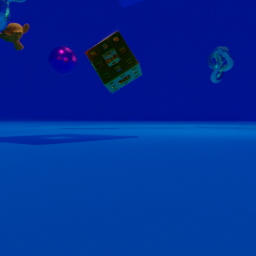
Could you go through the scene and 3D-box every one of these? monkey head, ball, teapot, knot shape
[{"bbox_3d":[-3.642,-2.944,9.003,1.064,0.641,0.765,-18,-43,-1],"label":"monkey head"},{"bbox_3d":[-2.726,-2.822,11.731,1.178,1.178,1.178,0,1,0],"label":"ball"},{"bbox_3d":[-2.821,-2.430,5.853,1.462,0.909,0.716,-32,-9,3],"label":"teapot"},{"bbox_3d":[3.699,-2.671,11.191,0.716,1.550,1.450,4,-11,-2],"label":"knot shape"}]

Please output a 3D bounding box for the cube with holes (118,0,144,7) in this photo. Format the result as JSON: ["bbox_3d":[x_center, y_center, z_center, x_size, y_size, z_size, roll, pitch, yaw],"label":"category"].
[{"bbox_3d":[0.321,-3.185,4.645,1.367,1.367,1.367,-3,-34,34],"label":"cube with holes"}]

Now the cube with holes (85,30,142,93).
[{"bbox_3d":[-0.403,-1.992,8.702,1.187,1.187,1.187,-31,-8,4],"label":"cube with holes"}]
